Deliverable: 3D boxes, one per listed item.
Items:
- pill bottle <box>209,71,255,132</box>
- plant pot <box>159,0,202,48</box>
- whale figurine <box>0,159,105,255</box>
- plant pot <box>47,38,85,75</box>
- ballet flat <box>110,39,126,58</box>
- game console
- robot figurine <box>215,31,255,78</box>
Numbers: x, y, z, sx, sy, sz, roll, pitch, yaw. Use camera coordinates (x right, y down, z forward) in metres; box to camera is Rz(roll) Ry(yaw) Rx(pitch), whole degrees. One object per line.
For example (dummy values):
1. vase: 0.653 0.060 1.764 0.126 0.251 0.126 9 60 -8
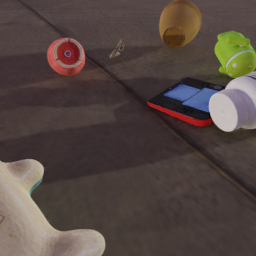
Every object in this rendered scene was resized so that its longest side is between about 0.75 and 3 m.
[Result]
1. pill bottle: 3.292 -0.759 7.005 2.380 1.320 1.320 -21 41 -18
2. plant pot: 1.923 -3.887 11.006 1.725 1.725 1.851 10 40 14
3. whale figurine: -1.783 1.517 3.689 2.966 1.539 2.360 15 51 14
4. plant pot: -1.983 -2.375 9.152 1.286 1.286 1.138 -10 11 -14
5. ballet flat: -0.369 -2.960 10.635 0.281 0.861 0.303 34 3 -2
6. game console: 1.945 -0.874 8.190 1.933 0.339 2.186 28 44 33
7. robot figurine: 3.545 -2.401 9.218 1.032 1.565 1.783 -14 58 -4
